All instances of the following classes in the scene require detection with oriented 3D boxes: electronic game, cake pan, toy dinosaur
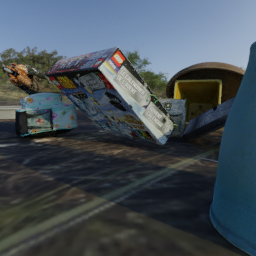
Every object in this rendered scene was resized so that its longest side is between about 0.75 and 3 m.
[{"bbox_3d":[2.415,-0.430,5.703,2.799,0.582,2.799,-26,-6,-3],"label":"electronic game"},{"bbox_3d":[-5.273,-0.712,12.470,2.570,0.471,2.570,0,7,0],"label":"cake pan"},{"bbox_3d":[-2.873,-1.336,7.836,1.323,0.995,1.949,25,27,-34],"label":"toy dinosaur"}]

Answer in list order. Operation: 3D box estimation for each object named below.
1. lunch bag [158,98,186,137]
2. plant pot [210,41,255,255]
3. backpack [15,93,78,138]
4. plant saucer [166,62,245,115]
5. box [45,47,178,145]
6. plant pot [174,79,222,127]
[{"bbox_3d":[1.019,-0.275,6.876,0.765,0.933,0.548,4,7,22],"label":"lunch bag"},{"bbox_3d":[1.403,0.054,2.064,1.512,1.421,1.512,0,6,0],"label":"plant pot"},{"bbox_3d":[-1.929,-0.307,6.730,1.398,1.071,1.229,0,1,-26],"label":"backpack"},{"bbox_3d":[2.548,-1.024,8.374,2.814,0.415,2.814,14,-26,7],"label":"plant saucer"},{"bbox_3d":[-0.494,-0.651,5.887,1.909,0.556,2.789,48,-18,-29],"label":"box"},{"bbox_3d":[2.097,-0.591,8.338,1.289,1.298,1.328,2,-12,19],"label":"plant pot"}]
